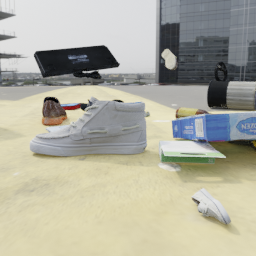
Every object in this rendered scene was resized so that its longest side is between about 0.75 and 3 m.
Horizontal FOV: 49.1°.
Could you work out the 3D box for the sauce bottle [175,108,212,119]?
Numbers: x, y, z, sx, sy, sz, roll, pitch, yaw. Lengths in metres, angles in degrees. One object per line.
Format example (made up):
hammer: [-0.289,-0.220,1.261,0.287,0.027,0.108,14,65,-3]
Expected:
sauce bottle: [2.764,-0.456,11.124,1.807,0.597,0.597,13,17,40]

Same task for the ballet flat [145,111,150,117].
ballet flat: [0.781,-0.649,12.932,0.270,0.270,0.754,6,13,30]

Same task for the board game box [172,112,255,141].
board game box: [2.864,-0.057,7.124,2.889,0.630,2.903,-4,0,-4]

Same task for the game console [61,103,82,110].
game console: [-3.540,-1.256,16.049,1.546,0.271,1.748,2,11,8]

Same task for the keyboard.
keyboard: [-1.585,-2.095,9.295,2.656,0.341,1.595,-15,56,-27]

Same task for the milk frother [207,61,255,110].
milk frother: [6.068,-2.449,15.865,2.549,2.710,2.446,7,10,29]

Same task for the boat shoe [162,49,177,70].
boat shoe: [1.829,-2.831,11.794,0.436,0.526,1.464,30,27,-30]

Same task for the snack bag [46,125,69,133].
snack bag: [-1.381,0.128,8.919,2.011,0.228,2.133,-7,12,-28]

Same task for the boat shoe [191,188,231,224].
boat shoe: [1.104,1.102,3.845,0.281,0.285,0.803,-28,18,-4]

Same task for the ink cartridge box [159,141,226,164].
ink cartridge box: [1.288,0.580,6.007,1.180,0.389,1.622,1,10,3]

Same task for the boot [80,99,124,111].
boot: [-1.283,-1.120,14.094,1.853,0.708,1.557,-15,21,-33]

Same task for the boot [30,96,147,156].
boot: [-0.966,-0.095,6.952,2.901,1.387,1.067,-1,11,-7]

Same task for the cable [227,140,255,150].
cable: [3.340,0.322,7.328,0.797,0.413,1.642,-8,13,-15]

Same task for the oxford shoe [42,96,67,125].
oxford shoe: [-3.094,-0.849,11.860,1.004,1.027,2.817,-2,11,-12]
